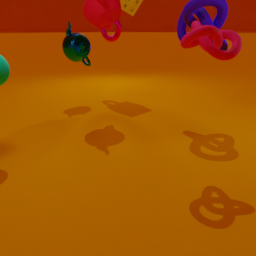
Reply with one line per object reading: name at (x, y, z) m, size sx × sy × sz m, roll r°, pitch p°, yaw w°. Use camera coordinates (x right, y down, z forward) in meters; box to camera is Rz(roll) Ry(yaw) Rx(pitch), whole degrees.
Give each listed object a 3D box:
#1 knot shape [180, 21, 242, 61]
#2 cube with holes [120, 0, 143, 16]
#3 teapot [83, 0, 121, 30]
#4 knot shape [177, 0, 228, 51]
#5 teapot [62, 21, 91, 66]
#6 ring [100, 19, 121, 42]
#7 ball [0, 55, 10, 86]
knot shape at (1.513, -1.699, 5.353) m, size 1.125 × 0.520 × 1.053 m, roll 10°, pitch 25°, yaw -13°
cube with holes at (-0.098, -5.289, 10.954) m, size 1.064 × 1.064 × 1.064 m, roll 14°, pitch 34°, yaw -39°
teapot at (-0.698, -3.444, 8.202) m, size 1.174 × 0.925 × 1.889 m, roll -29°, pitch -8°, yaw -1°
knot shape at (2.030, -2.919, 7.945) m, size 0.836 × 1.809 × 1.693 m, roll -46°, pitch 37°, yaw -13°
teapot at (-1.875, -3.068, 10.392) m, size 1.086 × 1.747 × 0.855 m, roll -42°, pitch 27°, yaw -27°
ring at (-0.714, -4.081, 11.408) m, size 1.111 × 1.111 × 0.222 m, roll 16°, pitch 30°, yaw 37°
ball at (-2.947, -1.252, 6.017) m, size 0.760 × 0.760 × 0.760 m, roll 0°, pitch 21°, yaw 0°
